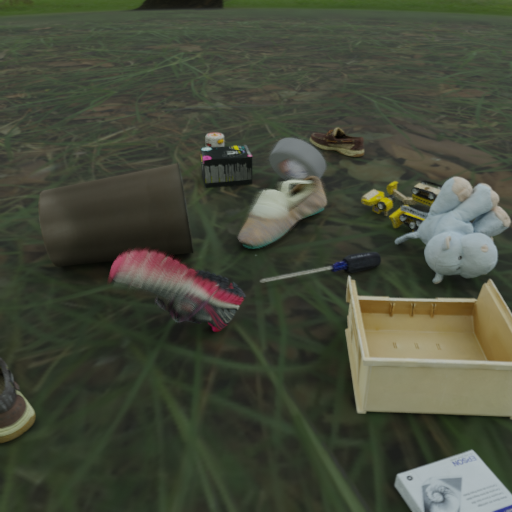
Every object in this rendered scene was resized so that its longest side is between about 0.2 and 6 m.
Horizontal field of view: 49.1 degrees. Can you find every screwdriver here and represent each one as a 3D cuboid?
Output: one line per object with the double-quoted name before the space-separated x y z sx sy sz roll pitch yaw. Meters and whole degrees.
"screwdriver" 1.199 0.289 10.070 2.389 0.333 0.348 -14 64 -21

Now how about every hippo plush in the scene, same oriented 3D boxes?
"hippo plush" 3.560 -0.440 10.043 1.983 1.580 1.595 8 30 13

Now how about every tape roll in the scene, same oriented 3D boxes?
"tape roll" 0.977 -2.199 13.311 1.297 1.297 0.429 18 66 28

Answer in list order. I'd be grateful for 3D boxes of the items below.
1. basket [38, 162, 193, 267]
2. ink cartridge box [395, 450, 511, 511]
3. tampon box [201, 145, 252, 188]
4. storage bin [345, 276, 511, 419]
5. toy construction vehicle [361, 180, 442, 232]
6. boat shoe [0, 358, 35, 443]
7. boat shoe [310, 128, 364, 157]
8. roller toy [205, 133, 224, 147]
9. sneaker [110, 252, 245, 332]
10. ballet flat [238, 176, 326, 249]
"basket" -2.546 -0.696 10.407 2.530 1.721 2.281 -10 9 -8
"ink cartridge box" 2.228 2.679 6.034 1.063 0.216 1.065 -11 32 -17
"tampon box" -0.747 -2.241 13.945 1.197 0.755 0.897 -5 31 -9
"storage bin" 2.407 1.167 7.859 2.127 0.997 2.111 1 31 2
"toy construction vehicle" 3.283 -1.068 12.247 1.481 0.599 1.701 -36 42 -30
"boat shoe" -3.734 1.536 7.449 2.348 0.761 0.860 23 37 33
"boat shoe" 2.300 -3.338 15.923 0.656 0.654 1.818 -24 38 -35
"roller toy" -1.191 -3.321 16.143 0.532 0.408 0.583 -1 30 -1
"sneaker" -1.160 0.566 8.262 2.085 0.778 0.841 23 13 -27
"ballet flat" 0.514 -1.037 11.634 0.904 0.893 2.656 13 32 35
